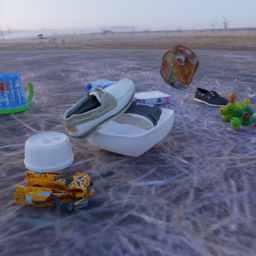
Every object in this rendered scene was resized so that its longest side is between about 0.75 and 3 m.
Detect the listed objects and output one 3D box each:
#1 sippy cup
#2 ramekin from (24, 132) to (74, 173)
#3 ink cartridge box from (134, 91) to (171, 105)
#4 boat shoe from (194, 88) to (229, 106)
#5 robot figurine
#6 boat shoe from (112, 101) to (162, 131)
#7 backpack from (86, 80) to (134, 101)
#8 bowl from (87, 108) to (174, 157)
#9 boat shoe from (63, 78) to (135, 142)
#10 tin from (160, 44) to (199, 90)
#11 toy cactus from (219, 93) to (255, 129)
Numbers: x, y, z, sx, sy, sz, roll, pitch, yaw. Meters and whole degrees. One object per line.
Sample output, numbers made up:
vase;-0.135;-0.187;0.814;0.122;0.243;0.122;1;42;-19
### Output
sippy cup;-5.369;-1.617;12.483;1.702;1.588;2.167;2;19;3
ramekin;-2.167;0.606;7.639;1.316;0.690;1.316;0;19;0
ink cartridge box;0.898;-1.440;13.725;2.091;0.439;1.247;-7;20;-27
boat shoe;4.037;-1.490;13.584;0.756;0.648;2.067;-9;23;-30
robot figurine;-1.520;1.297;6.037;1.616;0.471;1.172;1;21;2
boat shoe;-0.001;-0.526;8.463;2.317;0.775;0.660;20;59;38
backpack;-0.632;-1.265;11.946;1.966;1.323;1.795;15;24;34
bowl;0.046;0.077;8.545;2.334;0.872;2.338;9;26;36
boat shoe;-0.719;-0.678;7.739;0.913;0.836;2.443;26;61;37
tin;1.876;-2.223;10.411;1.277;0.477;2.280;30;-17;8
toy cactus;4.511;-0.565;10.566;1.999;1.239;2.423;17;16;17
